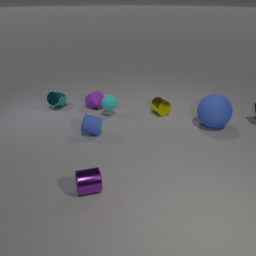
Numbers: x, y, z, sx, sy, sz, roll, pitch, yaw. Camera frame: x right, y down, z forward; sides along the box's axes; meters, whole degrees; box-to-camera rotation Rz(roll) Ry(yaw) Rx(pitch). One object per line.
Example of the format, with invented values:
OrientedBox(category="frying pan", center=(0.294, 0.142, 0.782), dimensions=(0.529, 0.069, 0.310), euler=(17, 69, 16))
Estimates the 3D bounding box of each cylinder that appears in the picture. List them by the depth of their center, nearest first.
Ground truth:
OrientedBox(category="cylinder", center=(-1.136, 1.521, 8.027), dimensions=(0.700, 0.700, 0.700), euler=(-7, 28, -15))
OrientedBox(category="cylinder", center=(-1.442, -0.132, 11.065), dimensions=(0.700, 0.700, 0.700), euler=(17, 24, -14))
OrientedBox(category="cylinder", center=(1.516, -1.006, 12.983), dimensions=(0.700, 0.700, 0.700), euler=(-13, 30, -23))
OrientedBox(category="cylinder", center=(-1.612, -1.366, 13.455), dimensions=(0.700, 0.700, 0.700), euler=(-23, 5, -37))
OrientedBox(category="cylinder", center=(-3.426, -1.399, 13.516), dimensions=(0.700, 0.700, 0.700), euler=(9, 3, 17))

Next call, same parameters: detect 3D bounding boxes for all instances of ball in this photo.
OrientedBox(category="ball", center=(3.575, -0.696, 11.571), dimensions=(1.400, 1.400, 1.400), euler=(0, 27, 0))
OrientedBox(category="ball", center=(-0.849, -1.140, 12.608), dimensions=(0.700, 0.700, 0.700), euler=(0, 27, 0))

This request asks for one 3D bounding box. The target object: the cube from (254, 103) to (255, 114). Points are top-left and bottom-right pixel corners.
OrientedBox(category="cube", center=(5.872, -0.706, 11.893), dimensions=(0.700, 0.700, 0.700), euler=(-15, -29, 39))
